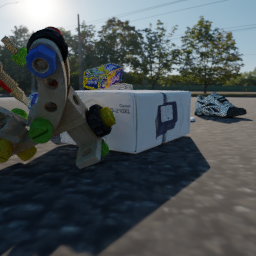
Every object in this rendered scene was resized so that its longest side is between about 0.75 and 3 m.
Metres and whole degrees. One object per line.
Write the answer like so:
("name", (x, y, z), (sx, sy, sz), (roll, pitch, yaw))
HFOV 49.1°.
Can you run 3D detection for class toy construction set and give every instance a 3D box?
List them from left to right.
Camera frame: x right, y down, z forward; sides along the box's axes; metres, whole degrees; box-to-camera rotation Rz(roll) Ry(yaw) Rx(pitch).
("toy construction set", (-1.553, -0.231, 4.812), (2.405, 2.216, 2.884), (-44, 35, -2))

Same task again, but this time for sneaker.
("sneaker", (4.206, -1.093, 12.994), (0.966, 1.154, 2.607), (-5, 11, -42))

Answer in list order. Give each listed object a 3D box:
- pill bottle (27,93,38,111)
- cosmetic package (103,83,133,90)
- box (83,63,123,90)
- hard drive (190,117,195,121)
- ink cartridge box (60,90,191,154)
("pill bottle", (-3.618, -1.032, 12.560), (1.839, 1.100, 1.100), (9, 12, 42))
("cosmetic package", (-0.409, -1.112, 11.804), (1.053, 1.491, 2.880), (0, 7, 7))
("box", (-0.709, -1.559, 8.456), (0.546, 0.501, 1.557), (19, 28, 18))
("hard drive", (2.198, -0.364, 11.314), (0.928, 0.118, 0.612), (4, 9, 25))
("ink cartridge box", (0.052, -0.318, 6.874), (2.087, 1.216, 2.883), (5, 9, 33))
